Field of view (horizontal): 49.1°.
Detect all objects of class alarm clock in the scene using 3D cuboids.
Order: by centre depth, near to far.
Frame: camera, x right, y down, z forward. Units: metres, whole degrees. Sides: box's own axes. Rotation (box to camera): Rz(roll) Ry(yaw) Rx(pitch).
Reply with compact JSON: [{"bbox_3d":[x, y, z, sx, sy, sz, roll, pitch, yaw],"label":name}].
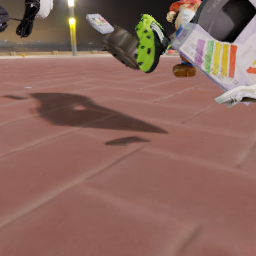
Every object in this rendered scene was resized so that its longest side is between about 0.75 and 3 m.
[{"bbox_3d":[0.056,-2.810,10.314,2.753,0.916,1.857,33,0,40],"label":"alarm clock"}]

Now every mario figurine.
[{"bbox_3d":[1.668,-3.071,8.977,1.541,2.907,1.795,30,-38,-34],"label":"mario figurine"}]

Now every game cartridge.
[{"bbox_3d":[-0.967,-3.509,9.396,0.888,0.182,0.591,46,49,15],"label":"game cartridge"}]

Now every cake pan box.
[{"bbox_3d":[2.561,-2.096,6.323,2.509,2.311,0.656,33,13,-23],"label":"cake pan box"}]

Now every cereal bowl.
[{"bbox_3d":[-2.771,-4.237,9.119,0.580,1.393,1.393,4,17,-11],"label":"cereal bowl"}]

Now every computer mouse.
[{"bbox_3d":[-2.890,-2.416,5.837,2.186,0.503,1.535,-4,-22,-40],"label":"computer mouse"}]

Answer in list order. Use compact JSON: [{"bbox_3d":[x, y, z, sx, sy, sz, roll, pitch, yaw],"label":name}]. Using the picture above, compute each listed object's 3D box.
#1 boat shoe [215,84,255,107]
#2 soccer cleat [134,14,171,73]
[{"bbox_3d":[2.244,-0.614,5.579,1.160,0.372,0.428,-11,-11,-29],"label":"boat shoe"},{"bbox_3d":[0.794,-2.463,8.231,1.099,0.916,2.712,22,42,-21],"label":"soccer cleat"}]
